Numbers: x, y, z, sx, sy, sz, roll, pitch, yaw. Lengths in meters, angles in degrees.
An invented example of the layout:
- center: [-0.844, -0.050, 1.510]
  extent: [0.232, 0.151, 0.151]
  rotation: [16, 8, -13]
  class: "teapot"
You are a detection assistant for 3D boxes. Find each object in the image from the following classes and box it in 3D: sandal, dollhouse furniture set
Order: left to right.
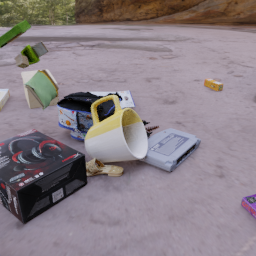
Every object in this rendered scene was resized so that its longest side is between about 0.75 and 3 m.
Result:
- center: [-3.087, -2.142, 9.603]
  extent: [1.067, 2.765, 1.382]
  rotation: [-23, 27, 20]
  class: "dollhouse furniture set"
- center: [-0.865, 1.080, 8.142]
  extent: [1.475, 0.485, 0.541]
  rotation: [3, 27, 6]
  class: "sandal"

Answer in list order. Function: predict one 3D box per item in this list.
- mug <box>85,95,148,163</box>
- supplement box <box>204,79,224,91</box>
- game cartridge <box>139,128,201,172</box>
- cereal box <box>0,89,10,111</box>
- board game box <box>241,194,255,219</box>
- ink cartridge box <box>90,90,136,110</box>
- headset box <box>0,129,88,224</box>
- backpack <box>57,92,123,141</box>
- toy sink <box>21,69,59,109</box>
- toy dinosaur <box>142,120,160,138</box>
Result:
- center: [-0.432, 0.193, 8.503]
  extent: [1.559, 1.521, 1.899]
  rotation: [-18, 56, 28]
  class: "mug"
- center: [4.683, -2.370, 15.353]
  extent: [0.406, 0.392, 1.179]
  rotation: [-7, 27, -21]
  class: "supplement box"
- center: [1.292, 0.640, 9.177]
  extent: [1.424, 0.437, 2.139]
  rotation: [22, 33, 32]
  class: "game cartridge"
- center: [-6.550, -1.270, 13.027]
  extent: [1.576, 0.433, 2.191]
  rotation: [-4, 26, -7]
  class: "cereal box"
- center: [3.682, 2.132, 6.247]
  extent: [1.202, 0.323, 2.002]
  rotation: [-13, 29, -16]
  class: "board game box"
- center: [-0.876, -1.137, 12.731]
  extent: [2.225, 0.452, 2.220]
  rotation: [-2, 26, -5]
  class: "ink cartridge box"
- center: [-2.749, 1.058, 7.573]
  extent: [2.696, 1.011, 2.004]
  rotation: [21, 33, 36]
  class: "headset box"
- center: [-1.454, -0.500, 10.093]
  extent: [2.056, 1.663, 2.158]
  rotation: [16, 23, 14]
  class: "backpack"
- center: [-4.252, -1.887, 13.482]
  extent: [1.365, 1.173, 2.094]
  rotation: [-12, 34, -23]
  class: "toy sink"
- center: [0.359, 0.111, 9.784]
  extent: [1.515, 0.774, 1.029]
  rotation: [-37, 0, -19]
  class: "toy dinosaur"
